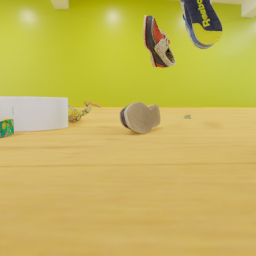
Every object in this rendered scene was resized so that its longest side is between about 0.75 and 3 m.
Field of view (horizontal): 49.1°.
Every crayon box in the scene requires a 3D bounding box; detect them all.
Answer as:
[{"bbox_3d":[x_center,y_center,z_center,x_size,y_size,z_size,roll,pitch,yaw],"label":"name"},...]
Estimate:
[{"bbox_3d":[-3.561,-0.004,6.646,1.407,0.410,0.836,0,5,-3],"label":"crayon box"}]

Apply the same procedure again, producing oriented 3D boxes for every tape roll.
[{"bbox_3d":[-3.304,-0.485,8.850,2.794,0.977,2.794,1,5,0],"label":"tape roll"}]

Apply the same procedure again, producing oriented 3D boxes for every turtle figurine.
[{"bbox_3d":[-2.211,-0.575,11.246,2.262,0.728,1.824,-7,-1,-8],"label":"turtle figurine"}]

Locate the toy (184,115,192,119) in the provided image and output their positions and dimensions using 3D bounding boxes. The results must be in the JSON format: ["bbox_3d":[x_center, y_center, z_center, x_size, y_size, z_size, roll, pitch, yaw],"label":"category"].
[{"bbox_3d":[3.060,-0.594,14.333,0.475,0.195,0.825,2,6,14],"label":"toy"}]

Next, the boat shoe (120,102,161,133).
[{"bbox_3d":[0.265,-0.270,7.741,0.767,0.851,2.367,-10,3,24],"label":"boat shoe"}]

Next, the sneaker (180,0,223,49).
[{"bbox_3d":[1.787,-3.138,7.339,0.863,2.334,0.960,-10,-6,6],"label":"sneaker"}]

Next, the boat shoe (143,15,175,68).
[{"bbox_3d":[0.830,-2.231,7.414,0.610,0.693,1.948,7,-20,20],"label":"boat shoe"}]

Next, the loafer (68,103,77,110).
[{"bbox_3d":[-3.096,-0.862,13.220,0.922,0.920,2.637,-4,7,-38],"label":"loafer"}]
